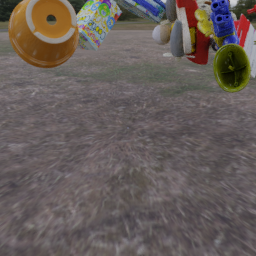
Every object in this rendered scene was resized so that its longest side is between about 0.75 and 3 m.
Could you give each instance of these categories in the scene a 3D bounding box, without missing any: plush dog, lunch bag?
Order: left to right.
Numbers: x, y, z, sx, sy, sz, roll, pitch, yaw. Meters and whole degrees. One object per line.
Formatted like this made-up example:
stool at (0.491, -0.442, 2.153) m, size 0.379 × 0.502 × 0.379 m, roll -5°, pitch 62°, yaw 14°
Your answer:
lunch bag at (0.302, -3.899, 8.592) m, size 1.684 × 0.694 × 1.354 m, roll 18°, pitch 20°, yaw -33°
plush dog at (2.701, -3.761, 9.939) m, size 2.050 × 1.761 × 1.645 m, roll 0°, pitch -16°, yaw 14°

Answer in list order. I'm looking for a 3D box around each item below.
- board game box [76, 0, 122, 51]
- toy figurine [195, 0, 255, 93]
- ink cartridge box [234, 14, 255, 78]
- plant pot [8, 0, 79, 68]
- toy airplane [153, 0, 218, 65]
board game box at (-1.270, -4.015, 10.591) m, size 0.990 × 1.008 × 1.922 m, roll 20°, pitch 74°, yaw 40°
toy figurine at (2.470, -2.222, 6.420) m, size 1.516 × 2.874 × 1.722 m, roll -17°, pitch -6°, yaw 20°
ink cartridge box at (3.202, -2.308, 8.133) m, size 0.680 × 1.175 × 2.023 m, roll 14°, pitch 0°, yaw 41°
plant pot at (-1.927, -2.399, 6.682) m, size 1.727 × 1.727 × 1.581 m, roll -10°, pitch 7°, yaw -22°
toy airplane at (1.392, -2.900, 7.542) m, size 1.746 × 2.464 × 2.475 m, roll -21°, pitch -3°, yaw 24°
